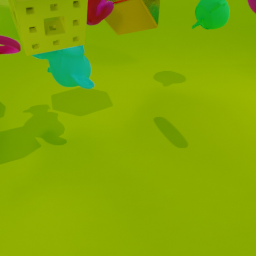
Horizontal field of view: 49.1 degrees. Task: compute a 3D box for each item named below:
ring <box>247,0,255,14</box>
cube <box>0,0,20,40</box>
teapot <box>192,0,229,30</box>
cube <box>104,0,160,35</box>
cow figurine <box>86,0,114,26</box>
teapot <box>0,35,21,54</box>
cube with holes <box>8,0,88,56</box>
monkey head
[{"bbox_3d":[3.196,-3.056,5.692,0.326,1.630,1.630,15,24,-34],"label":"ring"},{"bbox_3d":[-3.285,-3.171,7.064,1.336,1.336,1.336,-12,78,-33],"label":"cube"},{"bbox_3d":[2.789,-3.916,9.652,0.962,1.221,1.964,-34,5,-7],"label":"teapot"},{"bbox_3d":[0.046,-3.526,7.612,1.300,1.300,1.300,-1,74,27],"label":"cube"},{"bbox_3d":[-1.031,-2.925,6.755,0.818,1.466,1.490,22,48,-39],"label":"cow figurine"},{"bbox_3d":[-1.934,-0.871,3.016,1.469,0.913,0.719,-5,-6,-10],"label":"teapot"},{"bbox_3d":[-1.569,-2.346,5.340,1.201,1.201,1.201,-18,66,-20],"label":"cube with holes"},{"bbox_3d":[-1.629,-1.526,6.871,1.375,1.152,1.911,-21,34,-37],"label":"monkey head"}]
